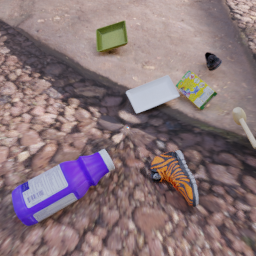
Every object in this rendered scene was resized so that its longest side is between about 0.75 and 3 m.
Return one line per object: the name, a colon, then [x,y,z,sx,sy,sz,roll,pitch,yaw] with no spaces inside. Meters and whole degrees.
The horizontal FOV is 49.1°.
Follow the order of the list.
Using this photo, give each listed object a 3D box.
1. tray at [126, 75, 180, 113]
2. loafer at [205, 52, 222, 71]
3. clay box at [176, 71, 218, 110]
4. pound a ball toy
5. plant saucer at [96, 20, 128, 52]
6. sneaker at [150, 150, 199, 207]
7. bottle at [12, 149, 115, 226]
tray: [0.733,-0.993,8.357,1.450,0.161,0.779,-23,76,-11]
loafer: [2.843,-2.309,9.589,0.443,0.506,1.407,44,22,-9]
clay box: [2.043,-1.163,8.481,0.278,0.671,1.169,20,26,-51]
pound a ball toy: [3.600,0.316,6.684,1.428,0.930,2.189,-23,50,16]
plant saucer: [-0.601,-3.469,10.819,1.254,0.300,1.252,-13,59,12]
sneaker: [0.966,1.162,6.230,0.855,0.592,1.527,-11,36,-5]
bottle: [-1.292,1.145,5.815,2.094,0.684,0.875,-29,39,-12]
